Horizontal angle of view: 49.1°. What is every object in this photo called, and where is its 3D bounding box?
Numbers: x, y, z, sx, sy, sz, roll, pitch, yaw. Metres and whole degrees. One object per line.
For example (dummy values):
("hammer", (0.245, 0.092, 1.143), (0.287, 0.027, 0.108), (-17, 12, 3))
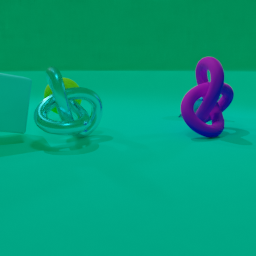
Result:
("ball", (-1.916, -0.934, 8.297), (1.095, 1.095, 1.095), (0, 13, 0))
("knot shape", (-1.414, -0.424, 6.503), (0.876, 1.895, 1.773), (-31, 25, 27))
("cube", (-3.102, -0.658, 6.657), (1.279, 1.279, 1.279), (6, 9, -28))
("knot shape", (2.082, -0.629, 7.358), (0.961, 2.079, 1.946), (6, 51, 31))
("teapot", (2.468, -0.839, 9.558), (1.698, 1.056, 0.832), (-22, 42, 27))
